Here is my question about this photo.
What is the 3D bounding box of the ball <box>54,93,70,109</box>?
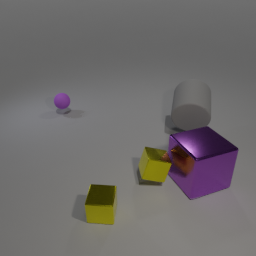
[{"bbox_3d":[-2.858,-1.169,12.151,0.700,0.700,0.700,0,29,0],"label":"ball"}]

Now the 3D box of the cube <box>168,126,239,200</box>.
[{"bbox_3d":[2.101,0.966,8.196,1.400,1.400,1.400,-12,32,-20],"label":"cube"}]

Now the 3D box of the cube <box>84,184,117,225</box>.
[{"bbox_3d":[-0.665,1.936,7.136,0.700,0.700,0.700,3,34,5],"label":"cube"}]

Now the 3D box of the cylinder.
[{"bbox_3d":[2.350,-0.839,10.355,1.400,1.400,1.400,6,47,11],"label":"cylinder"}]

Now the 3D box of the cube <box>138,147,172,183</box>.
[{"bbox_3d":[0.768,1.055,8.127,0.700,0.700,0.700,11,25,-13],"label":"cube"}]
